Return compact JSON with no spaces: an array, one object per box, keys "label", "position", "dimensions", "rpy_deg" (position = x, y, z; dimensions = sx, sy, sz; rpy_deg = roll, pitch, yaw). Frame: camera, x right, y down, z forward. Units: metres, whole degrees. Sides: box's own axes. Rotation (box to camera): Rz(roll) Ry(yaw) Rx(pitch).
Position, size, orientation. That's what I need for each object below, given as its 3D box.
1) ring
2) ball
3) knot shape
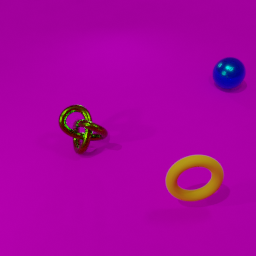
[{"label":"ring","position":[1.451,1.115,6.102],"dimensions":[1.262,1.262,0.252],"rpy_deg":[-2,32,-2]},{"label":"ball","position":[3.574,-1.945,9.931],"dimensions":[1.124,1.124,1.124],"rpy_deg":[0,44,0]},{"label":"knot shape","position":[-1.156,0.063,7.580],"dimensions":[1.289,1.378,0.637],"rpy_deg":[2,25,27]}]
